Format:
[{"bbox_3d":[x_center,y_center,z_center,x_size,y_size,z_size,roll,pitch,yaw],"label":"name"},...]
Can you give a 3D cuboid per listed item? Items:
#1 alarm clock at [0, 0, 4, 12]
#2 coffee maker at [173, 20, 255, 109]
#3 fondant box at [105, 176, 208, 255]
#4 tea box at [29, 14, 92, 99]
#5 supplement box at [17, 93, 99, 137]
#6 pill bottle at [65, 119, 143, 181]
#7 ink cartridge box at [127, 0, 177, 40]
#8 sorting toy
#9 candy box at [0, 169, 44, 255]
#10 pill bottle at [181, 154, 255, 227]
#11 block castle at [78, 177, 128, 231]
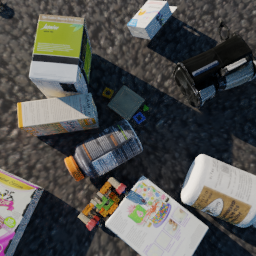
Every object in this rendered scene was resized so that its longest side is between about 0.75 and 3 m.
[{"bbox_3d":[-5.265,-4.830,11.195,0.525,0.259,0.778,-9,81,-2],"label":"alarm clock"},{"bbox_3d":[2.921,-2.211,10.086,2.474,1.666,2.376,-26,59,-7],"label":"coffee maker"},{"bbox_3d":[0.906,3.174,9.042,2.699,0.786,1.947,38,70,7],"label":"fondant box"},{"bbox_3d":[-2.155,-2.241,9.599,1.501,2.246,2.209,6,77,0],"label":"tea box"},{"bbox_3d":[-2.296,-0.398,9.583,2.411,1.520,0.887,-8,77,-1],"label":"supplement box"},{"bbox_3d":[-0.854,0.821,9.431,2.460,1.307,1.307,-29,79,-6],"label":"pill bottle"},{"bbox_3d":[0.909,-4.180,10.458,1.002,0.590,1.740,27,74,41],"label":"ink cartridge box"},{"bbox_3d":[-0.077,-0.917,10.356,1.882,0.256,1.060,37,76,7],"label":"sorting toy"},{"bbox_3d":[-4.328,2.928,9.205,1.927,0.862,2.826,22,78,5],"label":"candy box"},{"bbox_3d":[3.385,2.157,8.946,2.981,1.704,1.704,22,79,5],"label":"pill bottle"},{"bbox_3d":[-0.738,2.474,9.160,0.814,1.159,1.734,39,82,7],"label":"block castle"}]
